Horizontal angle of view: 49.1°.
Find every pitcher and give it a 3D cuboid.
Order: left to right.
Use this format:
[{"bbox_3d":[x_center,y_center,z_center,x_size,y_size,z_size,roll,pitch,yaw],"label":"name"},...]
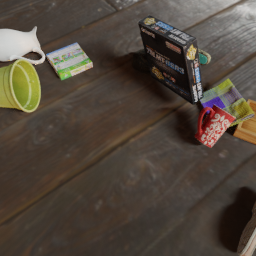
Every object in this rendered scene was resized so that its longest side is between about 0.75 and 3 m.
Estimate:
[{"bbox_3d":[-4.509,-3.193,11.276,2.029,1.230,1.741,-17,67,-23],"label":"pitcher"}]

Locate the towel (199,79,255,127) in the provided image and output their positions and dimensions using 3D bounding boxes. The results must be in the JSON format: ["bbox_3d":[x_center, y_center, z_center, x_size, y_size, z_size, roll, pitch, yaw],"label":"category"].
[{"bbox_3d":[3.352,-0.805,9.801,1.385,0.220,1.929,-26,50,12],"label":"towel"}]

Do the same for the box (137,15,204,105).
[{"bbox_3d":[1.427,-2.253,9.335,0.600,2.396,2.414,-36,49,-10],"label":"box"}]

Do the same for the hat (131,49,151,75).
[{"bbox_3d":[0.716,-2.738,10.995,1.282,0.517,1.282,-3,70,8],"label":"hat"}]

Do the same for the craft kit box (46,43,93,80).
[{"bbox_3d":[-2.384,-2.747,11.423,1.421,0.345,1.403,-27,58,-16],"label":"craft kit box"}]

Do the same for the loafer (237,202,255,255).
[{"bbox_3d":[3.678,2.683,7.658,0.654,0.748,2.080,32,59,12],"label":"loafer"}]

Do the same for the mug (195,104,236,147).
[{"bbox_3d":[2.618,-0.112,8.923,1.065,0.801,1.200,31,104,-1],"label":"mug"}]

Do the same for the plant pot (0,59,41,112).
[{"bbox_3d":[-4.293,-1.404,9.837,1.678,1.825,1.825,-4,56,11],"label":"plant pot"}]

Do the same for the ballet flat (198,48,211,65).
[{"bbox_3d":[2.633,-3.184,11.625,1.765,0.599,0.665,32,40,13],"label":"ballet flat"}]

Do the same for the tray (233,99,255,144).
[{"bbox_3d":[5.194,0.181,9.386,2.878,0.533,1.420,23,60,15],"label":"tray"}]
